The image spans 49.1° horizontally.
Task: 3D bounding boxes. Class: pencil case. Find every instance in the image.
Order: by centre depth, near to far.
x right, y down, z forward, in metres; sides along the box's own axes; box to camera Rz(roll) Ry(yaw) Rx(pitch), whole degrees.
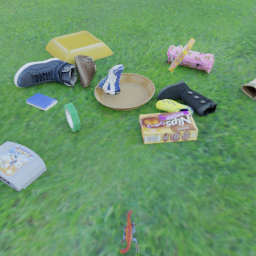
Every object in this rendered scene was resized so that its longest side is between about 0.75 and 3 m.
[{"bbox_3d":[3.174,-3.509,14.257,2.386,0.988,1.032,20,63,21],"label":"pencil case"}]

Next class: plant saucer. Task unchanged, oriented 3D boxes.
[{"bbox_3d":[-0.133,-1.507,12.187,2.602,0.461,2.602,-3,43,2],"label":"plant saucer"},{"bbox_3d":[-2.811,-4.635,15.806,2.973,0.720,2.974,-24,46,-25],"label":"plant saucer"}]

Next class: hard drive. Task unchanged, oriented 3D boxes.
[{"bbox_3d":[-3.722,-1.140,12.091,1.110,0.141,0.732,21,44,23],"label":"hard drive"}]

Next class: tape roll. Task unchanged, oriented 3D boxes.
[{"bbox_3d":[-2.092,-0.400,10.493,0.255,1.060,1.060,-20,44,-21],"label":"tape roll"}]

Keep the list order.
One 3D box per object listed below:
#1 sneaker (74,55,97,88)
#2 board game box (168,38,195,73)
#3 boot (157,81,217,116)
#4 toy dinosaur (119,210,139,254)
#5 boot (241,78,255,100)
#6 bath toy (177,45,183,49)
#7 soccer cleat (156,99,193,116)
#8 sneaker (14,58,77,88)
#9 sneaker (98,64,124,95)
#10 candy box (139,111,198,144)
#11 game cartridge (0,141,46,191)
[{"bbox_3d":[-1.965,-2.889,13.523,1.010,0.942,2.675,-12,41,-10],"label":"sneaker"},{"bbox_3d":[2.147,-2.892,11.137,0.292,0.932,1.950,36,40,-3],"label":"board game box"},{"bbox_3d":[2.447,-1.086,11.729,1.662,0.662,2.016,-29,55,-22],"label":"boot"},{"bbox_3d":[-0.044,2.729,7.110,0.495,0.943,0.855,-12,7,9],"label":"toy dinosaur"},{"bbox_3d":[6.236,-1.661,12.253,1.587,0.740,2.052,-25,41,-28],"label":"boot"},{"bbox_3d":[2.862,-4.313,15.714,0.452,0.384,1.039,-31,21,36],"label":"bath toy"},{"bbox_3d":[1.860,-0.784,11.339,1.552,0.502,0.649,15,27,14],"label":"soccer cleat"},{"bbox_3d":[-3.628,-2.398,12.890,1.956,1.029,2.706,28,46,33],"label":"sneaker"},{"bbox_3d":[-0.545,-1.915,11.824,0.624,1.544,0.891,-28,80,-46],"label":"sneaker"},{"bbox_3d":[1.477,-0.030,10.454,1.974,0.557,1.151,-5,41,-4],"label":"candy box"},{"bbox_3d":[-3.736,1.159,9.205,1.987,0.413,1.323,23,49,25],"label":"game cartridge"}]
